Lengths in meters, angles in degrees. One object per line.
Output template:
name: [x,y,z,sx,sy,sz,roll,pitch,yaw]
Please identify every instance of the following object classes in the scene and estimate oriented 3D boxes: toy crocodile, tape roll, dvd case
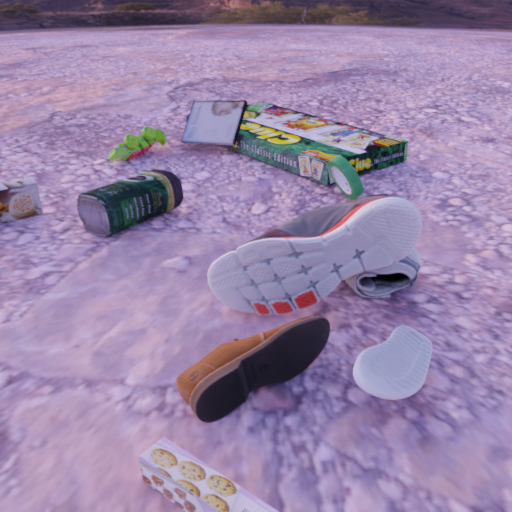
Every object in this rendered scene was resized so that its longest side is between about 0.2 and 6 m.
toy crocodile: [-3.194,-2.969,15.093,0.670,0.613,1.986,-31,8,38]
tape roll: [1.950,-1.700,12.219,0.242,1.006,1.006,-34,35,-6]
dvd case: [-1.162,-3.658,15.319,1.792,1.278,0.157,9,-11,32]

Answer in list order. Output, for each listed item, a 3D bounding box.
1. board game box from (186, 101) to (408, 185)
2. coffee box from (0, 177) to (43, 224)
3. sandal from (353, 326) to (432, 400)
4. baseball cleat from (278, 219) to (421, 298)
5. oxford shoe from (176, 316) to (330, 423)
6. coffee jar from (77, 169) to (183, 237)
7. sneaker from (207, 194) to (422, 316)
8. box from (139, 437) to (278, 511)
board game box: [0.924,-3.350,15.718,3.086,0.691,5.891,-24,36,-34]
coffee box: [-5.094,-1.092,11.359,1.280,0.732,0.510,-18,33,-32]
sandal: [1.754,1.422,7.006,0.767,0.463,1.884,33,28,25]
baseball cleat: [1.386,-0.011,9.186,2.526,0.881,1.344,9,30,18]
oxford shoe: [-0.006,1.216,7.037,2.199,0.784,0.784,-20,29,-30]
coffee jar: [-2.465,-1.111,11.241,1.054,0.863,2.022,13,30,39]
sneaker: [0.832,-0.091,8.539,3.212,1.238,1.315,-17,22,3]
box: [-0.355,2.346,5.306,1.842,0.356,0.382,20,34,33]
